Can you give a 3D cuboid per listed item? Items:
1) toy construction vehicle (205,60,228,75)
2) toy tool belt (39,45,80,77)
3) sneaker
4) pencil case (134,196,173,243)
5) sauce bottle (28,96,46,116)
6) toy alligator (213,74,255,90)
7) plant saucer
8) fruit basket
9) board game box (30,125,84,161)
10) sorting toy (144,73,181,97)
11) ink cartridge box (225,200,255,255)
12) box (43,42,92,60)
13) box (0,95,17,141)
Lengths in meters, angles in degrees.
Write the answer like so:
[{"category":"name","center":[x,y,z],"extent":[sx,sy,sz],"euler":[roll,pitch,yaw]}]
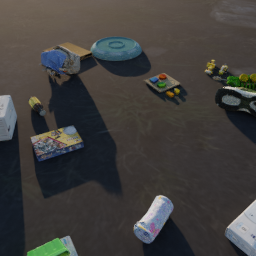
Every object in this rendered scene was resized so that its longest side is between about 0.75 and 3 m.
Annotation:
[{"category":"toy construction vehicle","center":[4.396,-3.027,13.901],"extent":[1.026,0.415,1.179],"euler":[22,43,26]},{"category":"toy tool belt","center":[-3.499,-3.159,13.295],"extent":[2.297,1.434,1.411],"euler":[18,33,23]},{"category":"sneaker","center":[5.002,-1.135,11.061],"extent":[2.864,1.101,1.269],"euler":[21,35,22]},{"category":"pencil case","center":[0.653,2.269,7.032],"extent":[0.560,0.513,1.235],"euler":[40,48,10]},{"category":"sauce bottle","center":[-3.621,-0.868,11.168],"extent":[0.383,0.383,1.184],"euler":[-22,42,-26]},{"category":"toy alligator","center":[4.952,-1.979,12.437],"extent":[2.360,0.700,0.640],"euler":[-2,79,-3]},{"category":"plant saucer","center":[-0.684,-4.620,15.972],"extent":[2.946,0.404,2.946],"euler":[0,37,0]},{"category":"fruit basket","center":[-1.583,3.163,5.979],"extent":[1.241,0.628,1.339],"euler":[-21,58,-24]},{"category":"board game box","center":[-2.419,0.485,9.526],"extent":[1.544,0.267,1.046],"euler":[-17,41,-21]},{"category":"sorting toy","center":[1.728,-2.001,12.730],"extent":[1.329,0.239,1.784],"euler":[-21,43,-25]},{"category":"ink cartridge box","center":[3.516,2.651,6.619],"extent":[1.473,0.435,1.840],"euler":[-27,44,-30]},{"category":"box","center":[-3.338,-4.141,15.475],"extent":[2.191,0.233,1.791],"euler":[29,46,33]},{"category":"box","center":[-4.924,-0.326,9.985],"extent":[1.505,0.984,1.497],"euler":[-7,38,-8]}]
